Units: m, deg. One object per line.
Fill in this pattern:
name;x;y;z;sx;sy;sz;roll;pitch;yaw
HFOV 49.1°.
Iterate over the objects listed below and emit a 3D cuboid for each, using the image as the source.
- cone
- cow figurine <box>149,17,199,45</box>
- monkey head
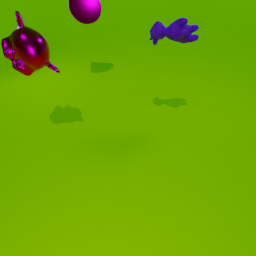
cone;-1.732;-4.257;10.174;1.185;1.185;1.189;-19;14;-24
cow figurine;1.142;-2.444;7.213;1.076;0.591;1.059;4;-4;-43
monkey head;-2.383;-1.920;6.837;0.996;1.653;1.189;-30;19;8
